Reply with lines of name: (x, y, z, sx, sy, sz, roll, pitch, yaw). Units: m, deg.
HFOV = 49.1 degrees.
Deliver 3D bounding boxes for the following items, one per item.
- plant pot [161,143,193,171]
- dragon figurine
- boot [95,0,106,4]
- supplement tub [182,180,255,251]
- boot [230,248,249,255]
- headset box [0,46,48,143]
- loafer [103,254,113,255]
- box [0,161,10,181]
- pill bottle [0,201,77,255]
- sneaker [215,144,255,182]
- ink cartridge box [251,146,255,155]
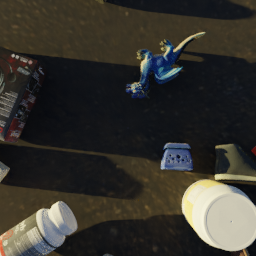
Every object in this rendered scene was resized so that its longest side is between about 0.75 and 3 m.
plant pot: (1.466, 0.877, 8.484, 0.863, 0.863, 0.776, 2, 79, 1)
dragon figurine: (1.161, -1.885, 8.710, 2.842, 0.836, 1.413, -21, 85, -1)
boot: (-1.036, -5.039, 9.102, 1.217, 0.682, 1.760, -43, 87, -8)
supplement tub: (2.443, 2.293, 7.659, 1.598, 2.198, 1.598, 0, 85, 0)
boot: (2.745, 4.355, 8.223, 1.660, 0.722, 1.996, -6, 88, -2)
headset box: (-4.058, -0.979, 8.505, 2.102, 1.091, 2.825, 22, 84, 2)
loafer: (-0.964, 4.797, 8.168, 0.762, 0.761, 2.179, 22, 85, 2)
box: (-4.528, 1.052, 8.603, 1.587, 0.543, 0.652, 35, 86, 3)
pill bottle: (-2.542, 3.050, 7.991, 2.016, 1.168, 1.168, -34, 86, -1)
sneaker: (3.670, 1.058, 8.475, 2.086, 0.780, 1.108, 4, 76, -8)
ink cartridge box: (4.751, 0.632, 8.762, 1.324, 0.378, 1.076, -43, 87, -8)
